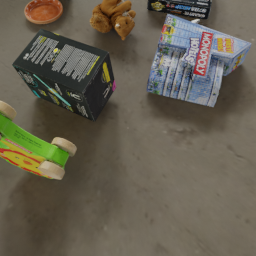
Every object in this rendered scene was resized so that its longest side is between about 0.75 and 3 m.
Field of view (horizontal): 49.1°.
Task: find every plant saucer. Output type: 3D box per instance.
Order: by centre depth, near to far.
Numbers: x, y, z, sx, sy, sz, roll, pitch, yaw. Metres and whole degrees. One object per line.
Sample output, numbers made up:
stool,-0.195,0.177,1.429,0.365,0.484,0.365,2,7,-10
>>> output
plant saucer,-3.313,-4.614,11.078,1.477,0.238,1.477,0,60,0

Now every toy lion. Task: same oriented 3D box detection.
toy lion,-2.525,0.511,6.612,2.456,2.354,0.843,36,60,-28

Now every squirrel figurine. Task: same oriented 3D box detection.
squirrel figurine,-0.531,-3.988,10.346,1.714,1.213,1.599,-18,71,6

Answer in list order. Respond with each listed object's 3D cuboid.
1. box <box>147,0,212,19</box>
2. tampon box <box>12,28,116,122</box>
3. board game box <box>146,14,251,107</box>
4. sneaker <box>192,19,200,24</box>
box,2.168,-5.433,11.357,2.475,0.569,1.967,12,60,7
tampon box,-1.741,-1.531,8.256,2.307,1.729,1.457,23,69,14
board game box,2.402,-2.248,9.273,2.966,0.915,2.967,13,60,8
sneaker,2.284,-3.961,10.634,0.519,0.331,0.897,41,68,18
